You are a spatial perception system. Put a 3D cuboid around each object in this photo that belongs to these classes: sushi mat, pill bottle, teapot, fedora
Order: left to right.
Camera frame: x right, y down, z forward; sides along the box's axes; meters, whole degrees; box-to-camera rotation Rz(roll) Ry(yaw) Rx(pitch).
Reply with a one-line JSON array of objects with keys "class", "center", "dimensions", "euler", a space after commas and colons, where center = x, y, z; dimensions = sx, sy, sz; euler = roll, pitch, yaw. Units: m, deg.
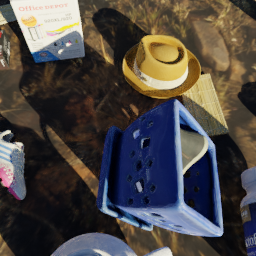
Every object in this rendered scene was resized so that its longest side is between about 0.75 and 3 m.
[{"class": "sushi mat", "center": [-4.611, -4.732, 11.361], "dimensions": [2.345, 0.142, 1.122], "euler": [-20, 64, -11]}, {"class": "teapot", "center": [-0.730, 3.388, 5.811], "dimensions": [2.633, 1.948, 2.667], "euler": [19, 62, 10]}, {"class": "fedora", "center": [1.120, -2.305, 9.393], "dimensions": [2.765, 1.128, 2.765], "euler": [-1, 60, 3]}, {"class": "sushi mat", "center": [2.399, -0.773, 9.151], "dimensions": [1.146, 0.145, 2.395], "euler": [-6, 61, -2]}, {"class": "pill bottle", "center": [3.575, 2.383, 6.544], "dimensions": [1.643, 1.643, 2.840], "euler": [2, 61, 1]}]

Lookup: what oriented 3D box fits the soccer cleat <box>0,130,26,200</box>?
[{"class": "soccer cleat", "center": [-3.244, 0.936, 7.850], "dimensions": [0.948, 0.767, 2.197], "euler": [-32, 65, -17]}]

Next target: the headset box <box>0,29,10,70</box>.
[{"class": "headset box", "center": [-5.192, -2.704, 9.916], "dimensions": [1.794, 0.693, 1.335], "euler": [-7, 61, -6]}]

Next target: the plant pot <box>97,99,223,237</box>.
[{"class": "plant pot", "center": [0.716, 1.143, 6.646], "dimensions": [2.203, 2.450, 2.450], "euler": [-15, 54, 30]}]

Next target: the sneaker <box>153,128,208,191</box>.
[{"class": "sneaker", "center": [0.844, 0.765, 6.816], "dimensions": [1.110, 2.090, 0.782], "euler": [23, 27, -26]}]

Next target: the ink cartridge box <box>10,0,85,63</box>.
[{"class": "ink cartridge box", "center": [-2.602, -3.848, 9.478], "dimensions": [1.876, 2.548, 1.843], "euler": [-8, 61, -4]}]
